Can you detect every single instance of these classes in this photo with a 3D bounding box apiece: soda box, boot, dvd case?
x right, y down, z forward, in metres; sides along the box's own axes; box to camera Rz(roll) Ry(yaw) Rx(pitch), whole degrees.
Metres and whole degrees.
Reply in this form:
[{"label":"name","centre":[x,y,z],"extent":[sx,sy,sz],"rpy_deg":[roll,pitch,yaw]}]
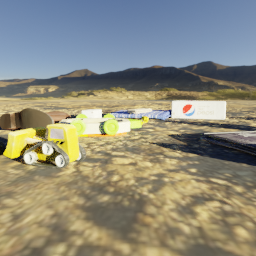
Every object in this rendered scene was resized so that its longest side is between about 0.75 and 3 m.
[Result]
[{"label":"soda box","centre":[3.365,-0.874,13.381],"extent":[2.459,0.838,0.783],"rpy_deg":[3,8,19]},{"label":"boot","centre":[-2.557,-0.261,9.336],"extent":[2.271,0.783,2.436],"rpy_deg":[6,5,30]},{"label":"dvd case","centre":[3.154,0.331,6.396],"extent":[1.933,0.208,2.600],"rpy_deg":[-2,7,-14]}]

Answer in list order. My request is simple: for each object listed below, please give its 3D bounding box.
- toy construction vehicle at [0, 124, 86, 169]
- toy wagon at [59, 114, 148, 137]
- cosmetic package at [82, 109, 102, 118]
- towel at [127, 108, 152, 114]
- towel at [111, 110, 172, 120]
[{"label":"toy construction vehicle","centre":[-2.409,0.191,4.522],"extent":[2.701,0.951,2.351],"rpy_deg":[3,8,24]},{"label":"toy wagon","centre":[-0.693,-0.098,8.564],"extent":[2.674,0.529,2.075],"rpy_deg":[0,8,-6]},{"label":"cosmetic package","centre":[-1.695,-0.638,13.189],"extent":[0.607,0.437,1.077],"rpy_deg":[2,9,17]},{"label":"towel","centre":[0.540,-0.808,13.425],"extent":[1.091,0.188,0.723],"rpy_deg":[-9,11,-35]},{"label":"towel","centre":[0.652,-0.635,13.955],"extent":[2.968,0.354,2.149],"rpy_deg":[1,9,20]}]
